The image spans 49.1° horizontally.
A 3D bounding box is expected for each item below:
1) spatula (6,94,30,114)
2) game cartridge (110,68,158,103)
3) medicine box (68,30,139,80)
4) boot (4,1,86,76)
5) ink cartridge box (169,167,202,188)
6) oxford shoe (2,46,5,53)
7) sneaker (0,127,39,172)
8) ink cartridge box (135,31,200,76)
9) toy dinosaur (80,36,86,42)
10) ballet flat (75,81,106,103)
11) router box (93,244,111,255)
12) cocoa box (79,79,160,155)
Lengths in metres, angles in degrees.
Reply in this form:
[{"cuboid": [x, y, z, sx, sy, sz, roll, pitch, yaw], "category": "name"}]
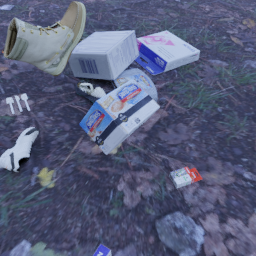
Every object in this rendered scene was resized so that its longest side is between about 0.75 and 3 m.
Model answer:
[{"cuboid": [-4.486, -0.977, 11.464, 0.844, 0.098, 1.214, -14, 46, -22], "category": "spatula"}, {"cuboid": [0.267, -1.778, 12.045, 1.566, 0.488, 2.352, -18, 47, -12], "category": "game cartridge"}, {"cuboid": [-1.073, -3.361, 12.715, 2.248, 1.270, 2.468, 10, 42, 30], "category": "medicine box"}, {"cuboid": [-2.722, -3.226, 9.289, 2.096, 2.710, 0.977, 14, 21, -47], "category": "boot"}, {"cuboid": [1.827, 1.499, 8.769, 0.933, 0.235, 0.508, -15, 46, -14], "category": "ink cartridge box"}, {"cuboid": [-6.001, -4.613, 14.719, 0.749, 0.764, 2.105, 9, 45, 9], "category": "oxford shoe"}, {"cuboid": [-3.472, 0.733, 9.379, 0.727, 0.670, 1.817, 23, 53, 6], "category": "sneaker"}, {"cuboid": [1.661, -3.889, 14.114, 2.799, 0.606, 2.748, -23, 49, -24], "category": "ink cartridge box"}, {"cuboid": [-2.447, -4.721, 15.120, 1.804, 0.428, 0.795, 9, 38, 5], "category": "toy dinosaur"}, {"cuboid": [-1.440, -1.445, 11.522, 1.882, 0.687, 0.687, 27, 50, 25], "category": "ballet flat"}, {"cuboid": [-0.781, 3.356, 6.274, 0.282, 1.037, 1.155, 22, 48, 21], "category": "router box"}, {"cuboid": [-0.203, -0.341, 7.453, 1.118, 1.136, 1.704, 48, 45, 3], "category": "cocoa box"}]
